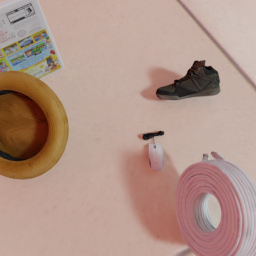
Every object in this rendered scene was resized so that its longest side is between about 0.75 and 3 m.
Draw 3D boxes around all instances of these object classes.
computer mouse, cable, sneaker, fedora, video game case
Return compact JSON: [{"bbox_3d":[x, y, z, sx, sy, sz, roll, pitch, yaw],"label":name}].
[{"bbox_3d":[0.742,0.595,7.509,0.617,0.247,1.126,-5,64,-3],"label":"computer mouse"},{"bbox_3d":[1.847,1.734,5.907,0.744,2.150,2.150,5,105,-27],"label":"cable"},{"bbox_3d":[1.656,-1.366,7.893,1.829,1.048,0.699,-7,29,8],"label":"sneaker"},{"bbox_3d":[-2.651,-0.075,7.108,2.769,1.129,2.769,0,92,11],"label":"fedora"},{"bbox_3d":[-3.298,-2.020,7.569,2.675,2.434,0.306,-31,55,-14],"label":"video game case"}]
